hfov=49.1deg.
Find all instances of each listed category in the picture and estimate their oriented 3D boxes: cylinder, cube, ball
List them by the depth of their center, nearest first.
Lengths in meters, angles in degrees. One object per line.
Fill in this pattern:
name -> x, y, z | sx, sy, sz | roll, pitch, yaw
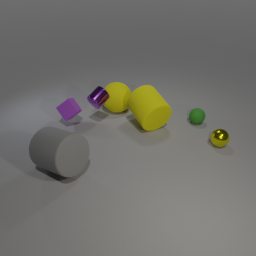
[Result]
cylinder -> -2.216, 0.746, 9.081 | 1.400, 1.400, 1.400 | 12, 32, 36
ball -> 3.514, 0.376, 10.684 | 0.700, 0.700, 0.700 | 0, 31, 0
cylinder -> 0.882, -0.840, 11.744 | 1.400, 1.400, 1.400 | -15, 51, -24
cylinder -> -1.245, -1.280, 11.794 | 0.700, 0.700, 0.700 | 26, 67, 37
cube -> -2.509, -0.806, 11.981 | 0.700, 0.700, 0.700 | -35, 3, 9
ball -> 3.017, -0.520, 12.218 | 0.700, 0.700, 0.700 | 0, 31, 0
ball -> -0.518, -1.431, 13.080 | 1.400, 1.400, 1.400 | 0, 31, 0
